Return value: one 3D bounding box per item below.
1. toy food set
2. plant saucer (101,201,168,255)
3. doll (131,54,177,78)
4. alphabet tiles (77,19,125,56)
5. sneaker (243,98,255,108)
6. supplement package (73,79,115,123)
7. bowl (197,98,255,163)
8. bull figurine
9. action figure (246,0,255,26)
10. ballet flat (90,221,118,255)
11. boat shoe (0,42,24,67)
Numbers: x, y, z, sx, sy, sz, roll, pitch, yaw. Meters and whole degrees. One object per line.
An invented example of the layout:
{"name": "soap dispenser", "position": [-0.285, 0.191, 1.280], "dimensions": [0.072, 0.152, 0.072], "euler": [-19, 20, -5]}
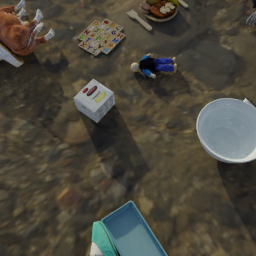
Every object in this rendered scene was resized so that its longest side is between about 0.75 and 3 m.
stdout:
{"name": "toy food set", "position": [1.105, -4.399, 10.067], "dimensions": [2.033, 0.408, 1.404], "euler": [-38, 69, -18]}
{"name": "plant saucer", "position": [0.415, 3.000, 6.367], "dimensions": [0.911, 0.247, 2.605], "euler": [-30, 67, -15]}
{"name": "doll", "position": [0.798, -1.946, 8.845], "dimensions": [1.417, 0.343, 0.967], "euler": [-2, 62, -1]}
{"name": "alphabet tiles", "position": [-0.919, -3.141, 9.623], "dimensions": [1.304, 0.050, 1.567], "euler": [32, 67, 16]}
{"name": "sneaker", "position": [3.607, -0.363, 8.047], "dimensions": [1.039, 0.469, 0.406], "euler": [47, 27, 7]}
{"name": "supplement package", "position": [-0.951, -0.782, 8.085], "dimensions": [0.807, 0.621, 0.844], "euler": [35, 69, 16]}
{"name": "bowl", "position": [2.674, 0.196, 7.466], "dimensions": [1.851, 0.832, 1.851], "euler": [0, 62, 0]}
{"name": "bull figurine", "position": [-3.883, -3.442, 9.270], "dimensions": [2.930, 0.954, 1.779], "euler": [41, 70, 19]}
{"name": "action figure", "position": [4.674, -3.702, 9.198], "dimensions": [2.669, 1.362, 1.586], "euler": [30, 27, -26]}
{"name": "ballet flat", "position": [-0.432, 2.998, 6.082], "dimensions": [0.690, 0.660, 1.959], "euler": [-24, 66, -28]}
{"name": "boat shoe", "position": [-4.309, -2.443, 8.964], "dimensions": [2.085, 0.738, 0.723], "euler": [34, 94, 8]}
